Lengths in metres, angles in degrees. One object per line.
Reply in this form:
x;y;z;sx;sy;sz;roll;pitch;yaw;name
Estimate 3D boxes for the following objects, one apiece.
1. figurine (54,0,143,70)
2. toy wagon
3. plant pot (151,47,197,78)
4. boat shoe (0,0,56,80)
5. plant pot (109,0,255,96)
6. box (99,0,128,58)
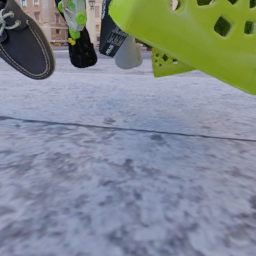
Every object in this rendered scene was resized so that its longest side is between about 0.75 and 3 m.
-0.909;-3.378;9.745;2.842;2.773;1.223;3;60;7;figurine
-1.304;-2.817;6.582;0.331;1.675;1.300;-18;41;-23;toy wagon
1.483;-2.535;8.649;1.498;1.366;1.505;-8;26;24;plant pot
-2.428;-2.026;5.074;1.067;2.936;0.921;-31;25;6;boat shoe
1.143;-2.059;4.139;2.207;2.012;2.218;20;22;-19;plant pot
-0.129;-3.280;7.203;0.510;2.073;2.146;15;-31;-22;box
